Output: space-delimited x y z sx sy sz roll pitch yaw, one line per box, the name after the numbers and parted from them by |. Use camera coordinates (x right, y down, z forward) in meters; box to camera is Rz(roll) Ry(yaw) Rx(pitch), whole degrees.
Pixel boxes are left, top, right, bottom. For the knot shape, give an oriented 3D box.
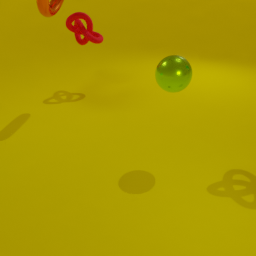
-1.613 -3.519 9.898 1.425 1.334 0.659 25 77 30 | knot shape

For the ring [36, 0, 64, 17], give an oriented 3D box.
-2.058 -3.917 7.779 0.334 1.671 1.671 22 28 -3 | ring

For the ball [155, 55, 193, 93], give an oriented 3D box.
0.922 -1.090 5.667 0.750 0.750 0.750 0 27 0 | ball
